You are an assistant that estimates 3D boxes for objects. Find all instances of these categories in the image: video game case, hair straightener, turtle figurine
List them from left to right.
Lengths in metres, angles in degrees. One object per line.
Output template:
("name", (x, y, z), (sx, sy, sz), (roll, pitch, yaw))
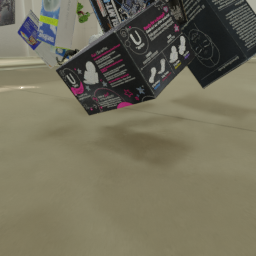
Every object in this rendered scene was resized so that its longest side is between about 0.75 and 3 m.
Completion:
("video game case", (-2.914, -2.474, 5.653), (0.129, 0.969, 1.357), (41, 46, 20))
("turtle figurine", (-1.704, -4.679, 10.530), (1.482, 1.067, 1.437), (0, 45, -22))
("hair straightener", (-0.951, -1.518, 7.193), (0.865, 0.460, 2.248), (-29, -16, 37))

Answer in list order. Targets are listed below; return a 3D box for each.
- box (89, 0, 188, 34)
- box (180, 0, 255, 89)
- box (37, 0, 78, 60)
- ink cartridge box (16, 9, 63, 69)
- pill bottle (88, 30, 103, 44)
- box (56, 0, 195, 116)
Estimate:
("box", (0.174, -3.065, 6.647), (2.051, 2.066, 0.513), (-27, 32, -1))
("box", (2.752, -3.232, 9.273), (1.601, 2.991, 2.220), (-34, 0, -26))
("box", (-2.106, -3.471, 8.402), (0.600, 2.516, 1.534), (-1, 23, -38))
("ink cartridge box", (-3.040, -3.206, 10.192), (1.863, 1.841, 0.438), (-13, 33, 52))
("pill bottle", (-0.318, -2.839, 9.205), (1.924, 1.003, 1.003), (-25, 29, -34))
("box", (-0.131, -1.315, 5.607), (2.270, 1.302, 1.500), (-8, 33, 52))
